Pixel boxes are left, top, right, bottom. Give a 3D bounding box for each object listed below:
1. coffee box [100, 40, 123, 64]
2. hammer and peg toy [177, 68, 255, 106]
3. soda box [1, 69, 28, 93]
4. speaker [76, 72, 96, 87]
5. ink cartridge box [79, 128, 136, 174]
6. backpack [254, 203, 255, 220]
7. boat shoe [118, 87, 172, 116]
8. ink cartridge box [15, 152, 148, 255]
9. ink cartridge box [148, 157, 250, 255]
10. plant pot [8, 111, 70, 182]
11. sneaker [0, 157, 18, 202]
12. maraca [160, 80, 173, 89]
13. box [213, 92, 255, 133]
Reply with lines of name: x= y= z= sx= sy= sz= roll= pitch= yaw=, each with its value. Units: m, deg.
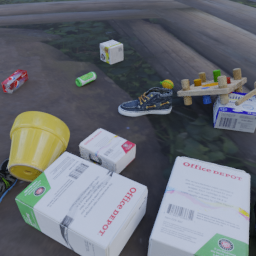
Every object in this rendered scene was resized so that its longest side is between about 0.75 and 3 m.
coffee box: x=-0.885 y=-4.099 z=15.109 sx=0.917 sy=0.916 sz=0.907 roll=-30 pitch=47 yaw=-33
hammer and peg toy: x=3.658 y=-1.628 z=10.839 sx=2.992 sy=1.055 sz=2.200 roll=3 pitch=21 yaw=42
soda box: x=-5.217 y=-2.180 z=12.988 sx=0.451 sy=0.498 sz=1.424 roll=9 pitch=39 yaw=11
speaker: x=-1.976 y=-2.308 z=13.215 sx=0.443 sy=0.443 sz=1.001 roll=29 pitch=46 yaw=32
ink cartridge box: x=-0.653 y=0.749 z=9.103 sx=1.499 sy=0.642 sz=1.107 roll=23 pitch=43 yaw=29
backpack: x=3.867 y=2.332 z=6.666 sx=1.524 sy=1.120 sz=1.394 roll=6 pitch=38 yaw=12
boat shoe: x=0.696 y=-1.097 z=11.190 sx=2.180 sy=0.989 sz=0.771 roll=-4 pitch=38 yaw=-5
ink cartridge box: x=-1.097 y=1.973 z=7.130 sx=2.664 sy=1.120 sz=1.944 roll=20 pitch=42 yaw=24
ink cartridge box: x=1.819 y=2.141 z=6.873 sx=1.977 sy=1.190 sz=2.720 roll=13 pitch=41 yaw=15
plant pot: x=-2.800 y=0.665 z=8.495 sx=1.759 sy=1.759 sz=1.655 roll=4 pitch=54 yaw=5
sneaker: x=-3.710 y=1.505 z=8.035 sx=0.650 sy=0.760 sz=1.835 roll=8 pitch=39 yaw=7
maraca: x=1.736 y=-1.932 z=12.523 sx=0.409 sy=0.524 sz=0.764 roll=-54 pitch=24 yaw=-12
box: x=4.108 y=-0.672 z=10.777 sx=1.452 sy=0.828 sz=1.579 roll=8 pitch=38 yaw=9
